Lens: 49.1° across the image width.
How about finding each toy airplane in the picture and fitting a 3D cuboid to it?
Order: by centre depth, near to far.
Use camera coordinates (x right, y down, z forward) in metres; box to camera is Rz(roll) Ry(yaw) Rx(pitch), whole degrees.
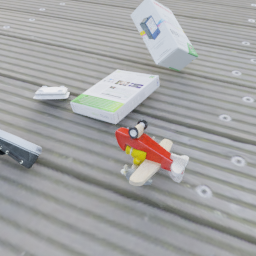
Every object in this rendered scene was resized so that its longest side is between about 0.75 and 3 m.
[{"bbox_3d":[0.556,0.755,6.629,1.699,1.199,1.692,11,37,-29],"label":"toy airplane"}]

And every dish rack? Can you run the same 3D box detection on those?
[{"bbox_3d":[-2.436,-1.165,9.003,1.043,0.265,1.216,-2,16,-7],"label":"dish rack"}]

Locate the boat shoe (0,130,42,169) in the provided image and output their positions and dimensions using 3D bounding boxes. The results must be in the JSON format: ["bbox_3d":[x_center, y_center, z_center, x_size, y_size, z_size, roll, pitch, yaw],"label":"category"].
[{"bbox_3d":[-3.230,0.413,7.202,2.177,0.747,0.616,18,76,20],"label":"boat shoe"}]

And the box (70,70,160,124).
[{"bbox_3d":[-0.363,-1.099,8.971,1.777,0.447,2.463,17,42,34],"label":"box"}]

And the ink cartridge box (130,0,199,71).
[{"bbox_3d":[1.325,-3.346,10.139,1.671,1.006,2.299,-3,64,-52],"label":"ink cartridge box"}]
